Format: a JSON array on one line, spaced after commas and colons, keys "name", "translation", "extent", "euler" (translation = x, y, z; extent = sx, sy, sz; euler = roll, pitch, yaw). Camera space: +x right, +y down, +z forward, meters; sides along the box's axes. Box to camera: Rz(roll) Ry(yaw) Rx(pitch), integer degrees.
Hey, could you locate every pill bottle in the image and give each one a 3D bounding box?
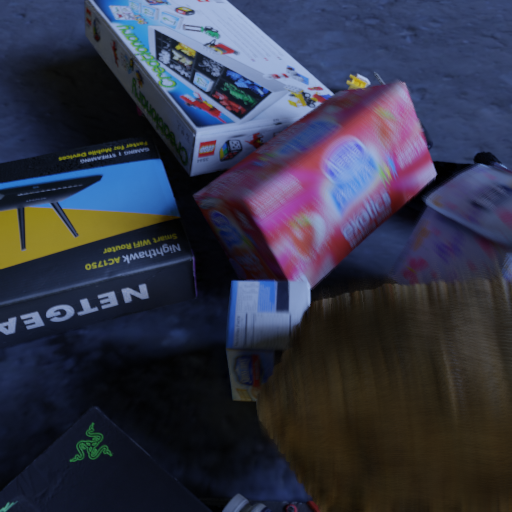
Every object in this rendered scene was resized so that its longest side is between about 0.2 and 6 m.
[{"name": "pill bottle", "translation": [0.082, 2.978, 5.887], "extent": [0.974, 0.540, 0.540], "euler": [30, 55, 23]}]

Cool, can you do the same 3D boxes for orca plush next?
[{"name": "orca plush", "translation": [3.496, -1.347, 9.132], "extent": [3.700, 1.315, 1.947], "euler": [31, 56, 24]}]

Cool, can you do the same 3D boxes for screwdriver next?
[{"name": "screwdriver", "translation": [2.899, -2.990, 11.159], "extent": [0.377, 0.362, 2.592], "euler": [-29, 50, 20]}]

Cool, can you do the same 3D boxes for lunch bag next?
[{"name": "lunch bag", "translation": [2.919, -0.106, 7.148], "extent": [1.312, 2.064, 1.751], "euler": [21, 16, -29]}]

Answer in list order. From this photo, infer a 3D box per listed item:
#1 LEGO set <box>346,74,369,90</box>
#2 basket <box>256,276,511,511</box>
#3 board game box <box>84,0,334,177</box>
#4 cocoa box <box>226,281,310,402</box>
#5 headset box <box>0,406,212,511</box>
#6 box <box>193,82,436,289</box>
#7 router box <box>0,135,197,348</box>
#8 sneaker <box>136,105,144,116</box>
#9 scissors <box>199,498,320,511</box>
[{"name": "LEGO set", "translation": [2.036, -2.808, 10.945], "extent": [1.074, 0.869, 2.335], "euler": [8, 35, -30]}, {"name": "basket", "translation": [1.943, 1.007, 5.133], "extent": [3.291, 2.349, 2.452], "euler": [-9, 30, 40]}, {"name": "board game box", "translation": [-0.923, -3.629, 10.954], "extent": [3.251, 0.891, 5.149], "euler": [-15, 51, -28]}, {"name": "cocoa box", "translation": [0.153, 1.085, 6.907], "extent": [0.955, 1.456, 0.971], "euler": [1, 53, 2]}, {"name": "headset box", "translation": [-1.483, 3.252, 5.104], "extent": [2.935, 1.362, 2.556], "euler": [32, 56, 25]}, {"name": "box", "translation": [0.924, -1.036, 8.181], "extent": [3.190, 1.590, 1.523], "euler": [-39, 27, -23]}, {"name": "router box", "translation": [-3.137, -0.255, 8.375], "extent": [3.961, 1.011, 2.954], "euler": [-14, 51, -12]}, {"name": "sneaker", "translation": [-2.109, -3.317, 11.330], "extent": [0.619, 0.571, 1.404], "euler": [-1, 47, -2]}, {"name": "scissors", "translation": [0.547, 2.826, 6.309], "extent": [2.298, 0.160, 0.841], "euler": [16, 54, 15]}]
